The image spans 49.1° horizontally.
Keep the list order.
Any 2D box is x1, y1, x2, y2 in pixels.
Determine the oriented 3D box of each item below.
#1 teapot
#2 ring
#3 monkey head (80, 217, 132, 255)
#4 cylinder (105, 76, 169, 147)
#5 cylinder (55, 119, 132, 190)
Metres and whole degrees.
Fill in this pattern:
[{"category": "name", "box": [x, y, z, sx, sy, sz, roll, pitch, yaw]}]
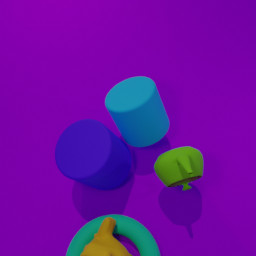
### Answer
[{"category": "teapot", "box": [1.137, 0.902, 5.989, 1.078, 1.735, 0.849, -15, 69, -3]}, {"category": "ring", "box": [-0.324, 2.944, 6.029, 2.092, 0.418, 2.092, 0, 64, 1]}, {"category": "monkey head", "box": [-0.331, 2.511, 5.687, 0.971, 1.611, 1.159, 19, 75, 27]}, {"category": "cylinder", "box": [0.243, -0.383, 6.708, 1.228, 1.228, 1.228, -16, 41, 14]}, {"category": "cylinder", "box": [-0.747, 0.649, 6.440, 1.347, 1.347, 1.347, -8, 67, 18]}]
